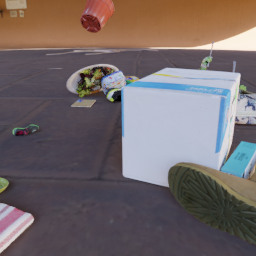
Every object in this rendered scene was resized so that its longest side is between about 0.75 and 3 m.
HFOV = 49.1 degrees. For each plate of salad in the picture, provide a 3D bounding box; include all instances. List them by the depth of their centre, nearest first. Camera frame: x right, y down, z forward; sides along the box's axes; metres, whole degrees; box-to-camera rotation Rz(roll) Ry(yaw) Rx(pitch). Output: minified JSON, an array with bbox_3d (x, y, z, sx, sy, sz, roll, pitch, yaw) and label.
[{"bbox_3d":[-1.616,-2.163,13.309,2.601,0.625,2.601,-16,-18,-5],"label":"plate of salad"}]

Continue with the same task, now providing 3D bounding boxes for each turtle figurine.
[{"bbox_3d":[4.686,-2.787,13.895,2.807,2.020,2.721,-34,40,2],"label":"turtle figurine"}]

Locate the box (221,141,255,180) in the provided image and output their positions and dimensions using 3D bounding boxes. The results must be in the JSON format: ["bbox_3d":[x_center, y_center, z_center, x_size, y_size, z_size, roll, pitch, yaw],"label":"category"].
[{"bbox_3d":[2.446,0.908,6.124,0.416,0.696,1.692,12,23,32],"label":"box"}]

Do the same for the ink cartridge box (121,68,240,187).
[{"bbox_3d":[1.424,-0.181,6.941,2.150,2.160,2.944,9,22,24],"label":"ink cartridge box"}]

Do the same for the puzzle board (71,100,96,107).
[{"bbox_3d":[-1.969,-1.099,12.547,0.838,0.097,1.112,1,19,7],"label":"puzzle board"}]

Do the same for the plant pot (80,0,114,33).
[{"bbox_3d":[-0.898,-3.161,7.808,0.836,0.836,0.813,7,58,19],"label":"plant pot"}]

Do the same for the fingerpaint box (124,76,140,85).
[{"bbox_3d":[-0.016,-2.646,16.175,1.187,0.522,1.423,-4,20,-11],"label":"fingerpaint box"}]

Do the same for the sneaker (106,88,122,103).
[{"bbox_3d":[-0.207,-1.474,13.113,1.887,0.676,0.781,-17,53,-40],"label":"sneaker"}]

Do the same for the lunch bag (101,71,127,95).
[{"bbox_3d":[-0.628,-2.042,13.212,1.159,0.547,1.447,-27,-19,-8],"label":"lunch bag"}]

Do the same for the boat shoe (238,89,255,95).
[{"bbox_3d":[4.905,-1.166,11.341,0.862,0.738,2.353,-3,11,-8],"label":"boat shoe"}]

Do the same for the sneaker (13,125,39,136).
[{"bbox_3d":[-3.250,0.124,8.962,0.798,0.306,0.334,-15,35,-17],"label":"sneaker"}]

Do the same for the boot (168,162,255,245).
[{"bbox_3d":[2.535,1.023,5.577,2.522,0.952,2.880,29,34,30],"label":"boot"}]

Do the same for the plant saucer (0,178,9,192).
[{"bbox_3d":[-2.996,1.235,5.826,0.943,0.147,0.943,5,9,-1],"label":"plant saucer"}]

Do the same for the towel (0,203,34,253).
[{"bbox_3d":[-3.170,1.715,4.452,2.694,0.403,1.971,10,22,18],"label":"towel"}]

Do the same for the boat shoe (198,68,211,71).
[{"bbox_3d":[4.733,-3.109,16.992,0.875,0.827,2.432,-5,20,-12],"label":"boat shoe"}]

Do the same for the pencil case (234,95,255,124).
[{"bbox_3d":[4.218,-0.614,9.708,2.848,1.108,1.274,1,30,5],"label":"pencil case"}]
